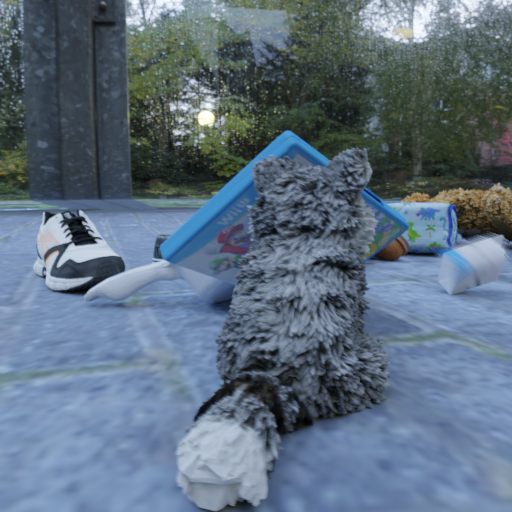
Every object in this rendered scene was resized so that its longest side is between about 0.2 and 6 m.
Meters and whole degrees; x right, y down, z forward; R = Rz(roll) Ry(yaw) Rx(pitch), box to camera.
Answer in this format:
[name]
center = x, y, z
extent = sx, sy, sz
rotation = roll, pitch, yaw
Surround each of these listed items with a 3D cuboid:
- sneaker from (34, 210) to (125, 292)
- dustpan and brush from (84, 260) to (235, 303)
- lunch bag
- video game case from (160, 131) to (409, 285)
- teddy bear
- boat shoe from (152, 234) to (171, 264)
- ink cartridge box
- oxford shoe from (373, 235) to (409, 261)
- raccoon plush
[sneaker]
center = -2.760, -0.121, 8.397
extent = 1.007, 1.093, 2.731
rotation = -4, 10, -37
[dustpan and brush]
center = -0.581, 0.098, 6.765
extent = 3.022, 0.865, 2.109
rotation = -29, -13, -2
[lunch bag]
center = 3.519, -0.576, 12.049
extent = 1.514, 1.135, 1.780
rotation = 3, -5, 23
[video game case]
center = 0.396, -0.193, 5.621
extent = 1.622, 0.202, 2.266
rotation = -39, -36, 23
[teddy bear]
center = 5.297, -1.038, 12.882
extent = 3.888, 1.298, 2.819
rotation = 1, -16, 41
[boat shoe]
center = -0.622, -0.049, 8.923
extent = 2.159, 0.766, 0.778
rotation = 0, 7, 2
[ink cartridge box]
center = 2.956, 0.118, 7.498
extent = 0.930, 0.539, 0.310
rotation = -17, 43, -11
[oxford shoe]
center = 1.502, -0.311, 11.036
extent = 2.920, 1.041, 1.041
rotation = 16, -30, 24
[raccoon plush]
center = 0.311, 0.153, 3.603
extent = 1.263, 1.749, 2.611
rotation = 1, 8, 5
